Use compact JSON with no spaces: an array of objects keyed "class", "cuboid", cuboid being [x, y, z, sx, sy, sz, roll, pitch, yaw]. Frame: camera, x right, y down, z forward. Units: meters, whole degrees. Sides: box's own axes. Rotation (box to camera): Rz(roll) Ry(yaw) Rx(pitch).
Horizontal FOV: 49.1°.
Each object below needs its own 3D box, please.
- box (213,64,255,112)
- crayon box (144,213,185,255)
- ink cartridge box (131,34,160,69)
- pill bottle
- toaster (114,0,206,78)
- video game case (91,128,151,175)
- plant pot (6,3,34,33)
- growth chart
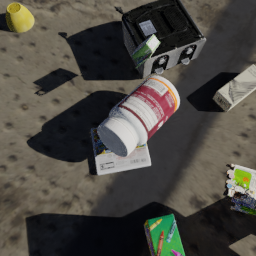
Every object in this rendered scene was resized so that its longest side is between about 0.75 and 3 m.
[{"class":"box","cuboid":[3.546,-1.268,8.887,1.627,0.556,0.668,-37,73,-14]},{"class":"crayon box","cuboid":[0.816,2.729,6.492,0.591,2.030,1.206,-13,69,-4]},{"class":"ink cartridge box","cuboid":[0.444,-2.069,7.501,0.321,0.562,1.083,47,38,-15]},{"class":"pill bottle","cuboid":[0.309,-0.336,7.862,1.310,1.310,2.294,39,62,14]},{"class":"toaster","cuboid":[0.994,-3.000,9.133,2.110,1.384,2.333,-22,70,-9]},{"class":"video game case","cuboid":[-0.232,0.566,8.363,1.586,0.181,1.443,-10,69,-3]},{"class":"plant pot","cuboid":[-3.902,-3.983,9.901,0.971,0.689,0.971,0,69,0]},{"class":"growth chart","cuboid":[3.289,1.738,7.929,1.003,0.123,1.386,8,68,4]}]
